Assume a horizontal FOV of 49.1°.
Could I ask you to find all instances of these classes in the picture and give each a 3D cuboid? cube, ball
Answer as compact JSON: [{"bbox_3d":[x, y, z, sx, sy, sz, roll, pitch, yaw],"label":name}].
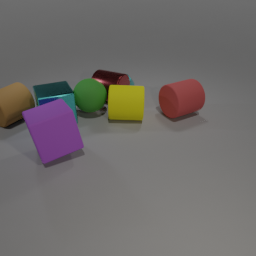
[{"bbox_3d":[-2.932,-0.932,11.302,1.400,1.400,1.400,-13,33,-19],"label":"cube"},{"bbox_3d":[-2.459,0.057,9.173,1.400,1.400,1.400,-22,30,-18],"label":"cube"},{"bbox_3d":[-1.577,-1.348,11.609,1.400,1.400,1.400,0,31,0],"label":"ball"}]

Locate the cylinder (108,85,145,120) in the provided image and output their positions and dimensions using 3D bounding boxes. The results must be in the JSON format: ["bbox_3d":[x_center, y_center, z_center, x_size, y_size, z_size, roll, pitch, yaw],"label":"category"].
[{"bbox_3d":[-0.064,-1.029,11.421,1.400,1.400,1.400,2,31,0],"label":"cylinder"}]

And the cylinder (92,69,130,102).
[{"bbox_3d":[-0.818,-1.904,12.931,1.400,1.400,1.400,15,34,23],"label":"cylinder"}]

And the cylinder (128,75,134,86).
[{"bbox_3d":[-0.107,-2.248,13.960,0.700,0.700,0.700,13,-7,20],"label":"cylinder"}]

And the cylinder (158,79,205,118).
[{"bbox_3d":[2.229,-1.239,11.683,1.400,1.400,1.400,-17,35,-26],"label":"cylinder"}]

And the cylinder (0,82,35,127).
[{"bbox_3d":[-4.739,-0.948,11.260,1.400,1.400,1.400,20,40,30],"label":"cylinder"}]
